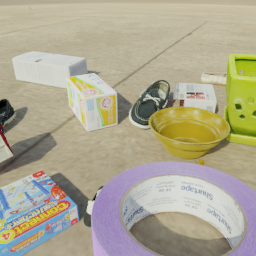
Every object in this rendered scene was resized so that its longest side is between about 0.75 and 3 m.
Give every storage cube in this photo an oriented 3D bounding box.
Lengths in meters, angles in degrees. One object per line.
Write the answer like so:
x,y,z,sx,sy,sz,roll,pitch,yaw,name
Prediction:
-3.054,0.315,5.998,0.905,0.773,0.813,-29,40,-19,storage cube

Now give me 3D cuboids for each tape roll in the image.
0.795,1.582,4.330,2.676,0.878,2.676,-1,26,1,tape roll

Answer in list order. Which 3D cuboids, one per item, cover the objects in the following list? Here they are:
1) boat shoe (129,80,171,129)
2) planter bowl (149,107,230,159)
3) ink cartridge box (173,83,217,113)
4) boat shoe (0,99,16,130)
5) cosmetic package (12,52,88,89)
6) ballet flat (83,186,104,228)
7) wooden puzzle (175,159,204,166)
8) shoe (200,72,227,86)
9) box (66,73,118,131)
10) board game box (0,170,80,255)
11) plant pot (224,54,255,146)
0.732,-0.844,8.809,0.939,0.749,2.484,25,35,3,boat shoe
1.476,0.218,7.030,1.944,0.810,1.944,0,28,0,planter bowl
2.167,-0.952,9.316,1.325,0.633,1.509,5,29,9,ink cartridge box
-3.876,-0.272,8.055,0.751,0.667,2.010,5,29,8,boat shoe
-3.215,-2.460,11.669,2.776,1.028,1.411,10,31,20,cosmetic package
-0.617,1.441,5.321,0.317,0.319,0.932,8,30,10,ballet flat
1.398,0.896,6.559,0.812,0.095,0.548,1,25,1,wooden puzzle
3.823,-2.023,11.444,1.701,0.454,0.595,1,29,3,shoe
-1.143,-0.863,8.685,0.988,1.096,1.949,-14,33,-22,box
-1.864,1.511,5.105,1.421,0.397,1.391,-23,36,-36,board game box
3.648,-0.688,7.456,2.174,1.982,2.184,9,30,14,plant pot
